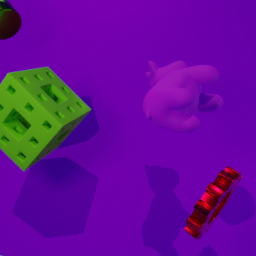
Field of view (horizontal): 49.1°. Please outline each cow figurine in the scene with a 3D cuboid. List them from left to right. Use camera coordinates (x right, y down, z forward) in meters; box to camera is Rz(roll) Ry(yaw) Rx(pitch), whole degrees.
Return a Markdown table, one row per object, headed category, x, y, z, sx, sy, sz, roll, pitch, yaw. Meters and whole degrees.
| category | x | y | z | sx | sy | sz | roll | pitch | yaw |
| --- | --- | --- | --- | --- | --- | --- | --- | --- | --- |
| cow figurine | 0.712 | -0.597 | 4.787 | 1.692 | 0.944 | 1.719 | 8 | 35 | 44 |

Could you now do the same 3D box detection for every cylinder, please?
| category | x | y | z | sx | sy | sz | roll | pitch | yaw |
| --- | --- | --- | --- | --- | --- | --- | --- | --- | --- |
| cylinder | -2.660 | -2.303 | 5.667 | 0.730 | 0.730 | 0.730 | -34 | 71 | -15 |

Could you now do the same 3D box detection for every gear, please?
| category | x | y | z | sx | sy | sz | roll | pitch | yaw |
| --- | --- | --- | --- | --- | --- | --- | --- | --- | --- |
| gear | 1.386 | 1.212 | 4.529 | 0.233 | 1.261 | 1.261 | 34 | 68 | 30 |

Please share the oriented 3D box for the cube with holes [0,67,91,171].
| category | x | y | z | sx | sy | sz | roll | pitch | yaw |
| --- | --- | --- | --- | --- | --- | --- | --- | --- | --- |
| cube with holes | -1.747 | -0.230 | 5.352 | 1.244 | 1.244 | 1.244 | 45 | 113 | -1 |
